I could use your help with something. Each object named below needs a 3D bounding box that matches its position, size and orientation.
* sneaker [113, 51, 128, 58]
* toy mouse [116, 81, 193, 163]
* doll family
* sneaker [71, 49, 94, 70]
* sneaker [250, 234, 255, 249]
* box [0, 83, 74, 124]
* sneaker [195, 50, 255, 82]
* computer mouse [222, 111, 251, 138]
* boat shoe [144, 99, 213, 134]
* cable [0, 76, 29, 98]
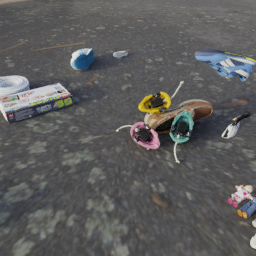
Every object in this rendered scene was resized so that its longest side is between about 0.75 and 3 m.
[{"bbox_3d":[-0.447,-4.051,15.369,0.873,0.333,0.351,-14,26,-28],"label":"sneaker"},{"bbox_3d":[1.063,0.075,8.705,2.649,0.513,2.355,-23,70,-5],"label":"toy mouse"},{"bbox_3d":[3.055,1.858,6.530,0.820,0.595,1.321,-30,32,-18],"label":"doll family"},{"bbox_3d":[-2.414,-3.416,14.054,0.870,0.824,2.155,1,27,15],"label":"sneaker"},{"bbox_3d":[3.473,2.780,4.941,1.225,1.060,2.827,-44,54,-3],"label":"sneaker"},{"bbox_3d":[-3.532,-1.011,10.737,2.499,0.434,1.375,-20,39,-27],"label":"box"},{"bbox_3d":[2.512,-1.642,7.324,1.623,0.667,0.600,12,26,-3],"label":"sneaker"},{"bbox_3d":[2.637,-0.005,6.922,0.531,0.968,0.212,-31,65,-21],"label":"computer mouse"},{"bbox_3d":[1.785,-0.286,9.388,2.385,0.903,0.856,-15,40,-6],"label":"boat shoe"},{"bbox_3d":[-4.909,-1.631,11.548,1.639,0.567,1.639,-21,40,-30],"label":"cable"}]
